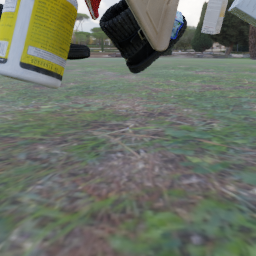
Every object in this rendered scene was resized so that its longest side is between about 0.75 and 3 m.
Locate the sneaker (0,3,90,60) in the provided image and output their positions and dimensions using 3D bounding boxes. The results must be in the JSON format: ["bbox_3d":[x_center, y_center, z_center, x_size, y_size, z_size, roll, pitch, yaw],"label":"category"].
[{"bbox_3d":[-2.567,-2.754,7.828,2.995,1.562,0.899,1,8,-4],"label":"sneaker"}]

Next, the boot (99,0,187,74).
[{"bbox_3d":[0.624,-3.480,9.246,2.942,2.199,1.107,-47,41,-13],"label":"boot"}]

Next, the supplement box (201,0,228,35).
[{"bbox_3d":[2.821,-3.712,9.050,0.460,1.251,0.788,20,27,23],"label":"supplement box"}]

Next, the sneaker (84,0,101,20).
[{"bbox_3d":[-0.668,-3.091,6.662,0.741,0.503,1.283,-23,-8,2],"label":"sneaker"}]

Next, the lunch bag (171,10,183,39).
[{"bbox_3d":[0.862,-2.704,6.987,0.916,0.584,0.779,21,38,-11],"label":"lunch bag"}]

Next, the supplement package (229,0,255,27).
[{"bbox_3d":[2.487,-1.940,4.568,1.365,0.748,0.777,31,21,1],"label":"supplement package"}]

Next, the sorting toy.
[{"bbox_3d":[0.377,-2.705,4.729,0.404,2.049,2.214,10,-9,28],"label":"sorting toy"}]

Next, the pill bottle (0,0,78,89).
[{"bbox_3d":[-1.961,-2.360,6.207,1.526,2.742,1.526,14,3,-1],"label":"pill bottle"}]
